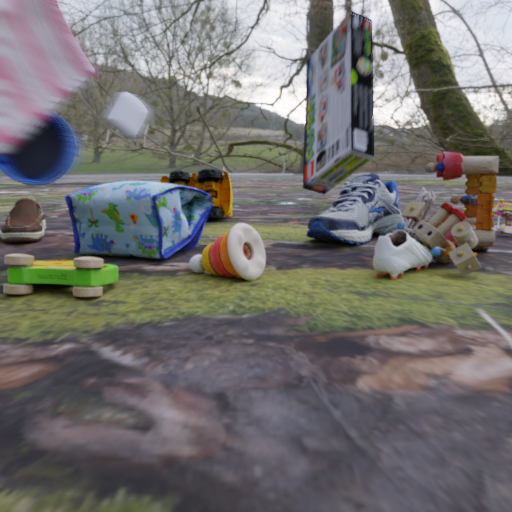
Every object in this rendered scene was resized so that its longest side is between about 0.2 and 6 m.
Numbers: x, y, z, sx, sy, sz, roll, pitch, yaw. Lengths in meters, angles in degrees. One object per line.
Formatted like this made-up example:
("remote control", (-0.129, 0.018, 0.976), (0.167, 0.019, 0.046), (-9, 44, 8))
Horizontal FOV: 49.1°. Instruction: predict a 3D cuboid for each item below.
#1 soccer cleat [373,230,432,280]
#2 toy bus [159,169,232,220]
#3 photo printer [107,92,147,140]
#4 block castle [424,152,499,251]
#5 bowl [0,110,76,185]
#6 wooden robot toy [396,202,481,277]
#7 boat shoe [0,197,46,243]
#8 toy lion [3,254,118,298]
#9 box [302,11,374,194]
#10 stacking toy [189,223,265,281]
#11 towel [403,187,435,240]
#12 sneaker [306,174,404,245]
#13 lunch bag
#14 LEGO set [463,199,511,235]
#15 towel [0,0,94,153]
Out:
("soccer cleat", (2.607, -0.105, 9.778), (0.670, 0.750, 1.933), (7, 13, 34))
("toy bus", (-1.723, -1.772, 17.293), (2.152, 1.460, 2.066), (-2, -3, 5))
("photo printer", (-3.302, -3.659, 14.488), (0.352, 1.014, 0.844), (-6, -33, 45))
("block castle", (4.348, -1.241, 12.352), (1.430, 2.037, 3.049), (2, 10, 15))
("bowl", (-3.875, -1.899, 9.817), (1.384, 1.384, 0.272), (-2, -6, -12))
("wooden robot toy", (3.488, -0.252, 10.199), (0.961, 0.990, 2.182), (-40, 32, 3))
("boat shoe", (-5.642, -0.936, 13.531), (0.975, 0.976, 2.640), (-4, 11, -18))
("toy lion", (-2.950, 0.250, 8.730), (1.740, 0.597, 1.668), (2, 3, 9))
("box", (1.674, -3.140, 11.603), (0.569, 3.276, 1.803), (12, -21, -23))
("stacking toy", (-0.580, 0.043, 9.397), (1.305, 0.954, 0.954), (-15, 1, 34))
("towel", (3.590, -0.882, 12.596), (0.333, 1.279, 1.930), (26, 15, 9))
("sneaker", (2.341, -1.173, 13.315), (1.388, 1.535, 3.602), (8, 14, 37))
("lunch bag", (-2.304, -0.865, 11.622), (2.100, 1.574, 2.470), (3, 21, 18))
("LEGO set", (6.016, -0.801, 14.162), (2.315, 0.862, 1.065), (1, -25, 31))
("towel", (-3.844, -3.078, 9.016), (0.376, 1.837, 2.511), (15, 55, 31))
